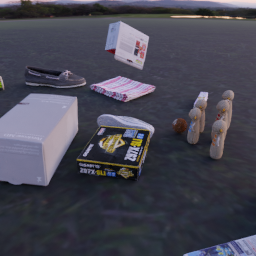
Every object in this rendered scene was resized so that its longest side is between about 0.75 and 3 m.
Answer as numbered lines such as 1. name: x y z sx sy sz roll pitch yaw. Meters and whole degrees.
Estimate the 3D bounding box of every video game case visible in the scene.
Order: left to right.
1. video game case: 1.963 2.403 3.966 1.712 0.216 1.879 -7 28 -15

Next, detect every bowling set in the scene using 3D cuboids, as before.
1. bowling set: 2.125 -0.274 8.150 1.691 1.304 2.430 9 27 18

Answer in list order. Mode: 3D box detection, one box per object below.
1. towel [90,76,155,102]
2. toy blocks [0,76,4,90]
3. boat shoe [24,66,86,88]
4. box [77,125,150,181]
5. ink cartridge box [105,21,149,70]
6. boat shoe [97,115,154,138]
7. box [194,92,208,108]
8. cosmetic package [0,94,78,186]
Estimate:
1. towel: -0.261 -1.816 12.291 1.784 0.365 2.438 -25 35 -38
2. toy blocks: -6.264 -1.926 12.464 1.276 0.463 1.064 -12 28 -24
3. boat shoe: -3.430 -2.406 13.010 2.917 0.831 0.975 3 26 6
4. box: -0.287 0.580 7.384 1.525 0.471 1.910 7 27 11
5. ink cartridge box: -0.039 -2.461 8.584 1.255 1.102 0.526 12 -2 -43
6. boat shoe: -0.058 -0.077 8.553 1.758 0.633 0.578 10 24 18
7. box: 2.820 -1.030 10.832 0.310 0.289 1.496 11 28 21
8. cosmetic package: -2.393 0.147 7.372 1.548 1.307 2.898 5 24 2
